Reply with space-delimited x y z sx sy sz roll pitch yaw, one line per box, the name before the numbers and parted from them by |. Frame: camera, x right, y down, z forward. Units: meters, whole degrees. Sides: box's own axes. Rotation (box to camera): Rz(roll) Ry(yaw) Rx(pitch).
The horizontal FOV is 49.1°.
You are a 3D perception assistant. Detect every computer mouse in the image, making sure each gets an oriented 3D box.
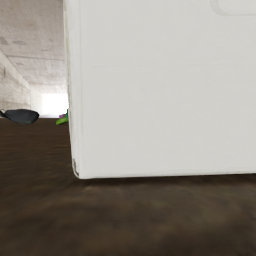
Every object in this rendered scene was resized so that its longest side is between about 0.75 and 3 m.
computer mouse | -3.760 -0.343 9.752 1.660 0.438 1.150 -2 -17 33

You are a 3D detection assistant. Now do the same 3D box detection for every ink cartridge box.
ink cartridge box | 0.672 -0.416 2.844 2.167 1.262 2.976 -1 1 -3

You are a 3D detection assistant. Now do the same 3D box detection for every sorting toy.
sorting toy | -2.040 -0.557 10.119 1.317 0.541 0.791 -19 -1 21

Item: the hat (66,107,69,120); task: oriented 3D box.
hat | -1.352 -0.443 9.512 1.176 0.974 1.035 -34 -39 4
